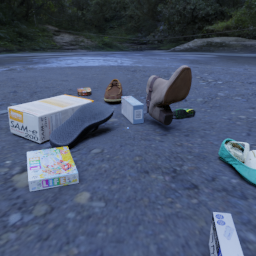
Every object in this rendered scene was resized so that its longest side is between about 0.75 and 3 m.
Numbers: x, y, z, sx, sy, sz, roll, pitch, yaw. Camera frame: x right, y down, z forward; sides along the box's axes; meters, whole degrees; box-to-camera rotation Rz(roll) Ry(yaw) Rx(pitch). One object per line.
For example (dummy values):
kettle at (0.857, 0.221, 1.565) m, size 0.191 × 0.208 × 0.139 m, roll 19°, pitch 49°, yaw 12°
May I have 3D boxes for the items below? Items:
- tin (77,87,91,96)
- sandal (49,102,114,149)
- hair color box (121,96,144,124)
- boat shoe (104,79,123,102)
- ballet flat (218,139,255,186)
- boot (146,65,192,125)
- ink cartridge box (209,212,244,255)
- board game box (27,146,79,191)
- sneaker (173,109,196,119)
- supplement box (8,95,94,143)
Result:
tin at (-2.619, -2.193, 16.821) m, size 0.809 × 0.302 × 1.444 m, roll -8°, pitch 20°, yaw -8°
sandal at (-1.631, -0.094, 9.943) m, size 1.089 × 0.613 × 2.865 m, roll 31°, pitch 46°, yaw 23°
hair color box at (0.173, -0.804, 12.055) m, size 0.498 × 0.813 × 1.642 m, roll -6°, pitch 20°, yaw -17°
boat shoe at (-0.800, -2.079, 15.445) m, size 1.019 × 0.956 × 2.831 m, roll 0°, pitch 19°, yaw 0°
ballet flat at (3.160, 0.842, 7.469) m, size 0.740 × 0.773 × 2.197 m, roll -5°, pitch 20°, yaw -15°
boot at (1.344, -1.473, 10.627) m, size 0.943 × 2.684 × 1.962 m, roll 3°, pitch 35°, yaw -24°
ink cartridge box at (1.493, 2.025, 4.217) m, size 0.332 × 0.705 × 1.500 m, roll 3°, pitch 19°, yaw 8°
board game box at (-2.085, 1.040, 7.590) m, size 1.188 × 0.303 × 1.767 m, roll -8°, pitch 21°, yaw -19°
sneaker at (2.400, -0.637, 12.312) m, size 1.133 × 0.442 × 0.483 m, roll -1°, pitch 10°, yaw -29°
supplement box at (-2.828, -0.454, 10.721) m, size 1.748 × 1.020 × 2.774 m, roll 15°, pitch 24°, yaw 34°
